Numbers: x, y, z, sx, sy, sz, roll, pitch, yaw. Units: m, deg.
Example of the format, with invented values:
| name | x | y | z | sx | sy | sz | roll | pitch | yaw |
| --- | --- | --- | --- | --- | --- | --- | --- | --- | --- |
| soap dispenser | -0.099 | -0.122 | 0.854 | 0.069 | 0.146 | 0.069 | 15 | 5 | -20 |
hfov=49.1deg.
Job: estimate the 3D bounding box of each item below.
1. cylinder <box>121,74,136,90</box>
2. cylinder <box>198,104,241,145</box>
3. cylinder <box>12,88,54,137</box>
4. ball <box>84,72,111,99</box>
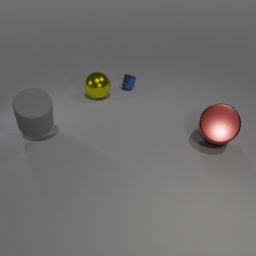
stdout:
| name | x | y | z | sx | sy | sz | roll | pitch | yaw |
| --- | --- | --- | --- | --- | --- | --- | --- | --- | --- |
| cylinder | 0.050 | -2.631 | 15.904 | 0.700 | 0.700 | 0.700 | 15 | 21 | -6 |
| cylinder | 3.324 | -0.092 | 10.357 | 1.400 | 1.400 | 1.400 | 7 | -5 | 12 |
| cylinder | -3.604 | -0.577 | 10.774 | 1.400 | 1.400 | 1.400 | 6 | 57 | -9 |
| ball | -1.601 | -2.228 | 14.672 | 1.400 | 1.400 | 1.400 | 0 | 29 | 0 |
